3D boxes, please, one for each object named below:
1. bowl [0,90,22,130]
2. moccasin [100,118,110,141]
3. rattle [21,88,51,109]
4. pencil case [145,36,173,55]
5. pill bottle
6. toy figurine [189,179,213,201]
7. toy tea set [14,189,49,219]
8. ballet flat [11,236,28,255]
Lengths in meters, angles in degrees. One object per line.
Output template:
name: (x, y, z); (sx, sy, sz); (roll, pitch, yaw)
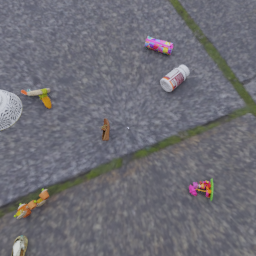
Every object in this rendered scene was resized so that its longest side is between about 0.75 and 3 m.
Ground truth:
bowl: (-4.755, -0.809, 10.046); (1.673, 0.785, 1.673); (0, 63, -1)
moccasin: (-0.799, 0.053, 9.622); (0.299, 0.283, 0.774); (3, 91, -31)
rattle: (-3.429, -1.119, 10.546); (1.087, 0.776, 0.707); (-8, 30, 13)
pencil case: (1.280, -3.384, 11.455); (1.195, 0.528, 0.528); (18, 65, 12)
pill bottle: (1.802, -1.907, 10.687); (1.092, 0.598, 0.598); (-39, 70, -17)
toy figurine: (2.314, 1.900, 8.917); (0.718, 0.586, 0.780); (5, 42, 13)
toy tea set: (-2.950, 2.270, 8.572); (1.186, 0.705, 0.439); (-36, 77, -16)
ballet flat: (-3.175, 3.747, 7.994); (0.455, 0.455, 1.287); (3, 64, 1)
